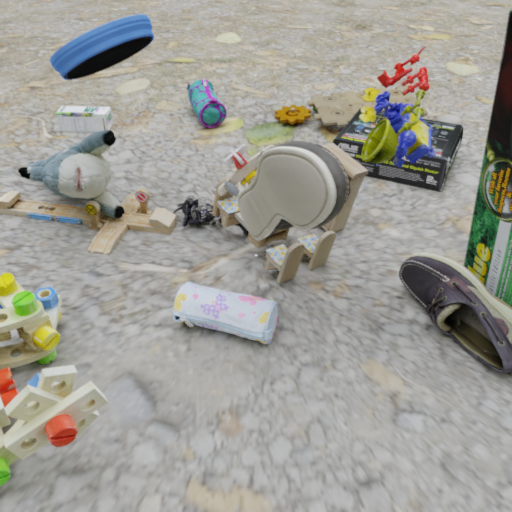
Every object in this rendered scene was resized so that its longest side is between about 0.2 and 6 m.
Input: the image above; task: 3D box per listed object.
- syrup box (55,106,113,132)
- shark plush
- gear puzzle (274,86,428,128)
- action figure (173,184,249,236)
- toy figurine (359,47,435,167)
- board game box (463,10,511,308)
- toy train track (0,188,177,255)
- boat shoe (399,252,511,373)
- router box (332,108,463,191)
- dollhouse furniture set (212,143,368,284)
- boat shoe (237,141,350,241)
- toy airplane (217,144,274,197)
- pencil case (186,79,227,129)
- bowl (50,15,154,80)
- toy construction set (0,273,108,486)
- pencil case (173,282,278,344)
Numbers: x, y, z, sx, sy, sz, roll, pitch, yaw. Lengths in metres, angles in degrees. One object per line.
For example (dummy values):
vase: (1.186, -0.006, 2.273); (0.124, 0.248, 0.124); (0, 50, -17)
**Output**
syrup box: (-4.217, -3.370, 13.806); (1.242, 0.506, 0.489); (1, 37, 3)
shark plush: (-3.756, -1.750, 10.555); (1.429, 1.559, 3.432); (-15, 31, -35)
gear puzzle: (2.312, -3.596, 14.225); (3.715, 0.487, 1.924); (-6, 39, -4)
action figure: (-0.792, -0.881, 10.211); (1.546, 0.789, 0.919); (13, 39, 11)
toy figurine: (2.002, -1.587, 7.020); (0.966, 1.098, 1.832); (-29, 32, 37)
board game box: (3.584, -0.547, 6.805); (0.500, 4.260, 2.232); (-19, 41, -15)
toy train track: (-3.248, -0.934, 10.452); (3.539, 0.576, 2.030); (7, 37, 10)
boat shoe: (2.855, 0.757, 7.951); (0.757, 0.840, 2.336); (-18, 46, -31)
router box: (3.093, -2.372, 12.218); (2.458, 0.764, 1.842); (16, 39, 21)
dollhouse furniture set: (0.686, -0.914, 9.478); (2.101, 1.367, 1.930); (-20, 51, -33)
boat shoe: (0.479, -0.765, 6.251); (0.798, 0.936, 2.799); (-27, 3, -16)
toy airplane: (-0.109, -1.119, 7.442); (0.745, 0.748, 0.528); (-19, 62, -41)
pencil case: (-1.275, -3.920, 14.308); (0.725, 0.787, 1.703); (0, 36, -20)
bowl: (-2.362, -3.214, 8.731); (1.678, 0.329, 1.678); (-23, 14, 6)
toy construction set: (-2.955, 1.469, 6.605); (2.086, 1.465, 3.181); (-20, 30, -26)
pencil case: (-0.432, 0.813, 8.014); (1.498, 0.623, 0.679); (11, 20, 12)
